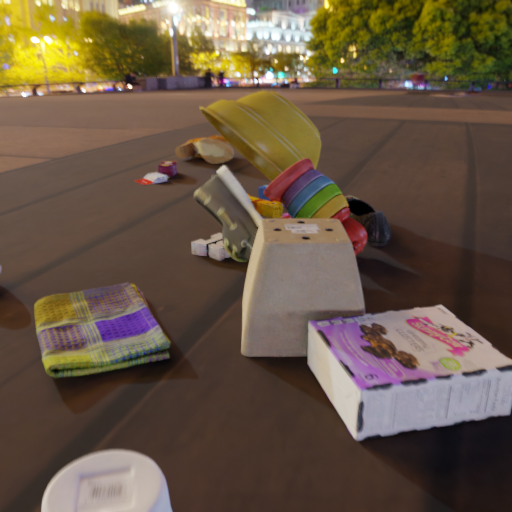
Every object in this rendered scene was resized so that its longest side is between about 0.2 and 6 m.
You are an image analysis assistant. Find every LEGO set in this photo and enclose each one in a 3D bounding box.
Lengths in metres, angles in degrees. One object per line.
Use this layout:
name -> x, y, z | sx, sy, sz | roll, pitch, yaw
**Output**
LEGO set -> 0.218, -0.746, 10.811 | 1.182, 1.099, 2.881 | 19, 29, 41

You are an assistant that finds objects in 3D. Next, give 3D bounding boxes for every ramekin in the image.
ramekin -> -1.145, 1.988, 4.313 | 1.025, 0.500, 1.025 | 0, 21, 0

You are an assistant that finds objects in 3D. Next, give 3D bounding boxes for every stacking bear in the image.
stacking bear -> 1.217, -0.752, 10.255 | 1.922, 1.093, 1.167 | 48, 5, 11

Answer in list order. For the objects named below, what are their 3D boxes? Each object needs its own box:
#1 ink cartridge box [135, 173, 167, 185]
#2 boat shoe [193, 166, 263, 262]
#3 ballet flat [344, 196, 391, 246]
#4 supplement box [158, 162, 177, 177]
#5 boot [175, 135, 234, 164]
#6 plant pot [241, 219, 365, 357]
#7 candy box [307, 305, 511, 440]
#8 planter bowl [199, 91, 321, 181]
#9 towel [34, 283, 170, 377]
ink cartridge box -> -3.024, -2.214, 16.022 | 0.762, 0.180, 0.610 | -14, 25, -37
boat shoe -> -0.199, -0.384, 9.458 | 0.830, 0.992, 2.775 | -35, 55, 2
ballet flat -> 2.288, -0.893, 11.712 | 0.835, 0.714, 2.513 | -2, 21, -6
supplement box -> -2.651, -2.596, 16.789 | 0.454, 0.358, 0.694 | 1, 21, 3
boot -> -1.363, -3.745, 19.060 | 2.472, 0.870, 1.770 | 7, 26, 34
plant pot -> 0.608, 0.320, 7.467 | 1.608, 1.426, 1.610 | 0, 21, -1
candy box -> 1.636, 1.204, 6.202 | 1.772, 0.634, 1.486 | -5, 21, -14
planter bowl -> 0.440, -2.716, 12.821 | 3.415, 1.422, 3.415 | 42, 3, -3
towel -> -2.132, 0.919, 7.536 | 1.564, 0.248, 2.178 | -7, 21, -21
